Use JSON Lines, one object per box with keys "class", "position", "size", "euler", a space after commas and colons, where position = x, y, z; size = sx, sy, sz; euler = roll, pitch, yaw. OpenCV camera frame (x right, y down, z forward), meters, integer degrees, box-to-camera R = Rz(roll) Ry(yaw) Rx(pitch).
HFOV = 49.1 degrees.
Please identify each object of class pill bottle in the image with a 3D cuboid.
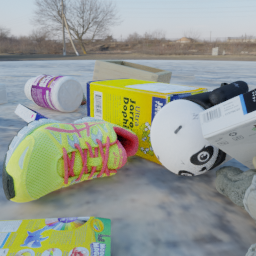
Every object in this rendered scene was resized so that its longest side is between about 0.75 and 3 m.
{"class": "pill bottle", "position": [-2.767, -1.306, 10.150], "size": [2.206, 1.239, 1.239], "euler": [12, 20, 38]}

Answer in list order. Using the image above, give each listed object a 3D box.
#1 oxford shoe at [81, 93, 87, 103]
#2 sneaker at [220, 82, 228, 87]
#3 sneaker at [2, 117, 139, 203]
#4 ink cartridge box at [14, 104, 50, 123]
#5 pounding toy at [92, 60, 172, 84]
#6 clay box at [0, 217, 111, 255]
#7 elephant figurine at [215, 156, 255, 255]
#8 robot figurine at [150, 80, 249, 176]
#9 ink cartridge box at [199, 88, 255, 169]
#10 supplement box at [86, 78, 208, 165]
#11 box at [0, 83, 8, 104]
{"class": "oxford shoe", "position": [-1.988, -1.297, 11.355], "size": [0.485, 0.515, 1.378], "euler": [-6, 18, -21]}
{"class": "sneaker", "position": [4.268, -1.805, 12.904], "size": [0.443, 0.622, 1.253], "euler": [-13, 19, -32]}
{"class": "sneaker", "position": [-0.711, 0.394, 4.602], "size": [1.292, 1.119, 2.862], "euler": [10, 19, 24]}
{"class": "ink cartridge box", "position": [-2.137, -0.132, 7.007], "size": [0.911, 0.357, 1.923], "euler": [31, -3, -38]}
{"class": "pounding toy", "position": [-0.092, -1.224, 9.273], "size": [2.523, 1.794, 2.323], "euler": [16, 18, 16]}
{"class": "clay box", "position": [-0.840, 1.282, 2.931], "size": [1.328, 0.316, 0.763], "euler": [-1, 16, -2]}
{"class": "elephant figurine", "position": [2.130, 0.661, 2.703], "size": [2.260, 2.061, 2.913], "euler": [39, 15, 20]}
{"class": "robot figurine", "position": [1.349, 0.036, 4.731], "size": [2.050, 1.541, 1.279], "euler": [-17, 14, -35]}
{"class": "ink cartridge box", "position": [1.948, 0.168, 3.651], "size": [1.055, 0.416, 2.121], "euler": [-26, -40, 35]}
{"class": "supplement box", "position": [0.325, -0.307, 6.400], "size": [1.382, 1.390, 2.538], "euler": [-13, 21, -40]}
{"class": "box", "position": [-5.405, -1.332, 10.968], "size": [0.924, 0.796, 0.929], "euler": [8, 16, 25]}
